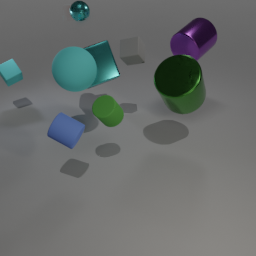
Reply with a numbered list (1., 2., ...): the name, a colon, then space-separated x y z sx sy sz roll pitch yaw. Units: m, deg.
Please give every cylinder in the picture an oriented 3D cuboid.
1. cylinder: 1.637 -1.307 8.666 1.400 1.400 1.400 -7 70 19
2. cylinder: 2.683 -3.552 11.469 1.400 1.400 1.400 26 58 37
3. cylinder: -1.557 0.070 7.093 0.700 0.700 0.700 29 33 -1
4. cylinder: -0.557 -0.468 7.907 0.700 0.700 0.700 -8 66 18

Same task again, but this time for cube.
1. cube: 0.168 -2.704 9.887 0.700 0.700 0.700 -4 -13 22
2. cube: -4.812 -2.251 11.452 0.700 0.700 0.700 -35 -2 -21
3. cube: -1.235 -2.419 10.935 1.400 1.400 1.400 -21 9 -4

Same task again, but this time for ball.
1. ball: -1.693 -1.851 8.870 1.400 1.400 1.400 0 30 0
2. ball: -1.695 -4.112 9.881 0.700 0.700 0.700 0 30 0
